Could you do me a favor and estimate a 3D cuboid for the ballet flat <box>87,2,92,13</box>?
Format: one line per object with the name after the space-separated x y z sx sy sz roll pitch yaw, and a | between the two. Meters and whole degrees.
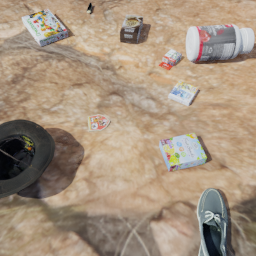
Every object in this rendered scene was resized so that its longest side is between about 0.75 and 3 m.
-2.194 -6.781 15.855 0.304 0.260 0.914 0 53 0 | ballet flat

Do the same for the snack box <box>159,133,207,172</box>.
1.920 0.839 9.912 1.347 0.456 1.136 -11 53 -10 | snack box

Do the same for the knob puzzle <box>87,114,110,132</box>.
-1.130 -0.239 10.940 0.949 0.132 0.949 0 52 0 | knob puzzle

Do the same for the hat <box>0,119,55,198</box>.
-3.791 1.154 9.238 2.924 1.180 2.924 2 52 -3 | hat

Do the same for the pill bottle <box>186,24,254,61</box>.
4.189 -3.920 12.868 2.786 1.542 1.542 -4 53 -3 | pill bottle

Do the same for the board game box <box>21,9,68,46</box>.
-4.346 -5.268 14.589 1.540 0.422 2.439 -28 58 -19 | board game box

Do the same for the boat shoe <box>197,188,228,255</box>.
2.522 2.849 8.155 0.941 0.798 2.584 10 53 7 | boat shoe

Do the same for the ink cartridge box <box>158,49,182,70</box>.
1.969 -3.200 13.098 0.616 0.285 1.130 31 58 22 | ink cartridge box

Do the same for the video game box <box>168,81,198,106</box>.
2.338 -1.477 11.823 0.934 0.240 1.026 27 57 16 | video game box

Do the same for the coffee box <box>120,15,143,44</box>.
0.187 -5.041 14.285 0.907 0.641 1.605 9 53 7 | coffee box
